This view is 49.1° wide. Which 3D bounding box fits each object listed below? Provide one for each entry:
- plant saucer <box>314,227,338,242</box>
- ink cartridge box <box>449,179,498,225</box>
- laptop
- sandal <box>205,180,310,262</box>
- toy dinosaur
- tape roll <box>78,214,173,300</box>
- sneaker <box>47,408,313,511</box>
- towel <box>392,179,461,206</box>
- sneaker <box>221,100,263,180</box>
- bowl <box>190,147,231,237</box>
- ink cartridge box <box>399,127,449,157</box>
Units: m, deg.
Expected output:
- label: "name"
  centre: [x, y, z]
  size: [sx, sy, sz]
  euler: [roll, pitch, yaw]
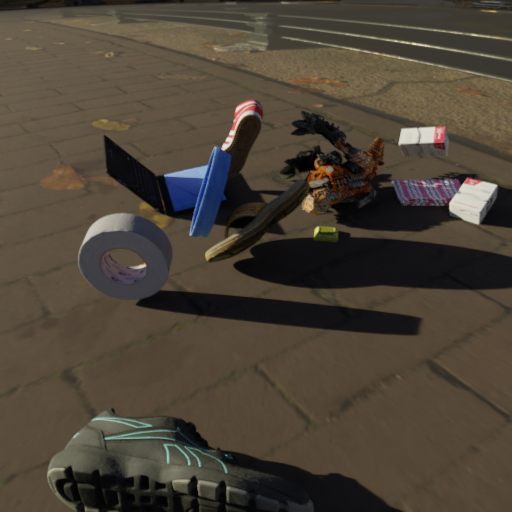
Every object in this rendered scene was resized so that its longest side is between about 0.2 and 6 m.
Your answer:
- label: "plant saucer"
  centre: [1.571, -0.502, 12.535]
  size: [0.533, 0.128, 0.532]
  euler: [4, 32, 7]
- label: "ink cartridge box"
  centre: [5.148, -1.299, 13.284]
  size: [0.747, 0.429, 1.028]
  euler: [23, 58, 33]
- label: "laptop"
  centre: [-2.282, -2.203, 13.996]
  size: [1.429, 2.767, 2.453]
  euler: [-45, 32, 11]
- label: "sandal"
  centre: [-0.039, -0.786, 11.412]
  size: [2.653, 1.066, 0.717]
  euler: [-40, 81, -12]
- label: "toy dinosaur"
  centre: [2.075, -2.181, 14.258]
  size: [2.618, 1.970, 3.857]
  euler: [37, 26, 22]
- label: "tape roll"
  centre: [-2.327, 0.042, 10.045]
  size: [1.600, 1.600, 0.529]
  euler: [1, 39, 1]
- label: "sneaker"
  centre: [-0.840, 2.490, 6.648]
  size: [3.150, 1.188, 1.248]
  euler: [8, 30, 12]
- label: "towel"
  centre: [4.448, -1.665, 14.312]
  size: [1.766, 0.264, 1.293]
  euler: [0, 31, 0]
- label: "sneaker"
  centre: [-0.455, -2.950, 14.172]
  size: [0.766, 2.149, 1.209]
  euler: [26, 39, -16]
- label: "bowl"
  centre: [-0.930, -1.267, 11.475]
  size: [0.373, 1.898, 1.898]
  euler: [16, 30, -10]
- label: "ink cartridge box"
  centre: [3.083, -2.080, 10.285]
  size: [0.795, 0.331, 0.577]
  euler: [4, -15, 27]
